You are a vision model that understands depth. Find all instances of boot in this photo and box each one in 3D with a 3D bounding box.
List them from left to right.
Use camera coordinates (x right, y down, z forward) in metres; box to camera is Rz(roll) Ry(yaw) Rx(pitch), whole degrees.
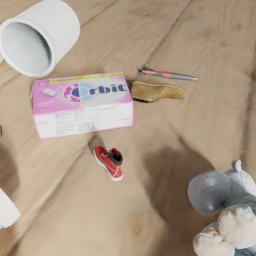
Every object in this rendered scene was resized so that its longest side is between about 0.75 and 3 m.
[{"bbox_3d":[-0.480,0.633,6.855,0.417,0.832,1.153,-22,46,-26],"label":"boot"},{"bbox_3d":[1.008,-1.078,9.278,1.929,0.710,0.728,10,65,13],"label":"boot"}]

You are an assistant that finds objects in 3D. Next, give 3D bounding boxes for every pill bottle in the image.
[{"bbox_3d":[-3.408,2.119,4.886,1.560,1.560,2.762,28,53,27],"label":"pill bottle"}]

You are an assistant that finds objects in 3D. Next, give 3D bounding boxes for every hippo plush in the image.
[{"bbox_3d":[2.228,1.468,5.437,2.428,1.934,1.952,-6,44,-5],"label":"hippo plush"}]

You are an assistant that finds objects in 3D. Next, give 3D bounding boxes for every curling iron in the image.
[{"bbox_3d":[1.515,-2.032,10.441,2.175,0.278,0.539,11,43,12],"label":"curling iron"}]

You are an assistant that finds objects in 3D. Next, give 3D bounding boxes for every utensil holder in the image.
[{"bbox_3d":[-3.253,-3.503,10.709,2.193,2.193,2.580,10,41,11],"label":"utensil holder"}]

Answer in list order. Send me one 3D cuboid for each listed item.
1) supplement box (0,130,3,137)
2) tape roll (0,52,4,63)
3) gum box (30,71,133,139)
[{"bbox_3d":[-4.116,0.259,7.961,0.487,0.272,0.894,30,51,29],"label":"supplement box"},{"bbox_3d":[-5.591,-2.701,10.022,1.834,1.834,1.259,7,43,7],"label":"tape roll"},{"bbox_3d":[-1.447,-0.743,8.510,2.941,0.973,1.669,-8,44,-9],"label":"gum box"}]
